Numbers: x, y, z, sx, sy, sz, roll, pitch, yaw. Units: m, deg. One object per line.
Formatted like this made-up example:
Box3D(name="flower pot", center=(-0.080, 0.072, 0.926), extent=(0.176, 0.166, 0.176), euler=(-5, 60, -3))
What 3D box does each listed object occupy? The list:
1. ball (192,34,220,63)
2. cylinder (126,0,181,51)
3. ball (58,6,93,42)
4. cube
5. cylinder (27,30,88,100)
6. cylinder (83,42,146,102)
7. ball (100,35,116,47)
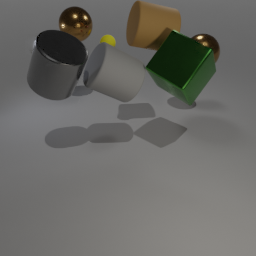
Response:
Box3D(name="ball", center=(2.912, -2.999, 11.081), extent=(1.400, 1.400, 1.400), euler=(0, 29, 0))
Box3D(name="cylinder", center=(0.806, -3.309, 9.213), extent=(1.400, 1.400, 1.400), euler=(5, 27, -18))
Box3D(name="ball", center=(-2.176, -4.304, 11.668), extent=(1.400, 1.400, 1.400), euler=(0, 29, 0))
Box3D(name="cube", center=(1.628, -1.773, 8.444), extent=(1.400, 1.400, 1.400), euler=(36, 1, 26))
Box3D(name="cylinder", center=(-1.988, -1.732, 7.823), extent=(1.400, 1.400, 1.400), euler=(16, 48, -19))
Box3D(name="cylinder", center=(-0.424, -1.650, 8.465), extent=(1.400, 1.400, 1.400), euler=(20, 19, -30))
Box3D(name="ball", center=(-0.904, -3.802, 12.524), extent=(0.700, 0.700, 0.700), euler=(0, 29, 0))
